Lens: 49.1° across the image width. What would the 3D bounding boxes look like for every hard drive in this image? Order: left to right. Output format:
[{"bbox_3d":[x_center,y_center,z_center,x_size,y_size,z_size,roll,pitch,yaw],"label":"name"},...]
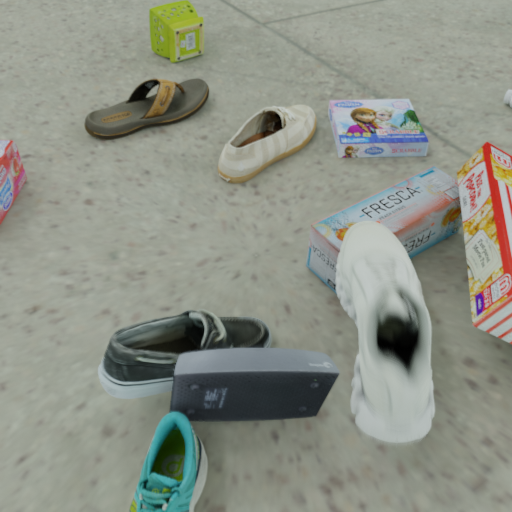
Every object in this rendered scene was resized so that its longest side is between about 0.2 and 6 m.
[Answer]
[{"bbox_3d":[-0.069,1.504,6.479,1.823,1.230,0.386,2,49,-11],"label":"hard drive"}]

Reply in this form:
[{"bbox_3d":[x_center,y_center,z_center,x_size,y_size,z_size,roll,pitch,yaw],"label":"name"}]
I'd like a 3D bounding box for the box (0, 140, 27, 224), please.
[{"bbox_3d":[-4.812,-1.160,9.673,0.934,0.895,1.874,1,43,1],"label":"box"}]

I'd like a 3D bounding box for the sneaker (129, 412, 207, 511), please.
[{"bbox_3d":[-1.022,2.626,5.672,0.848,0.872,2.189,2,44,3],"label":"sneaker"}]

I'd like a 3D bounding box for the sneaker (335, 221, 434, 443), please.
[{"bbox_3d":[1.562,0.571,6.610,1.118,1.206,2.975,-4,48,3],"label":"sneaker"}]

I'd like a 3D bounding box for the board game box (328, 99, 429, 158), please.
[{"bbox_3d":[2.492,-2.691,11.692,1.776,0.365,1.772,-2,43,-2],"label":"board game box"}]

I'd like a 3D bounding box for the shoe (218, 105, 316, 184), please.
[{"bbox_3d":[0.317,-2.423,11.110,1.007,0.769,2.881,26,49,25],"label":"shoe"}]

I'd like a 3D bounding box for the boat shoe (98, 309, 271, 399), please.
[{"bbox_3d":[-0.715,1.109,6.941,2.411,0.855,0.869,-11,47,-38],"label":"boat shoe"}]

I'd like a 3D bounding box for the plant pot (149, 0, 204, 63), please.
[{"bbox_3d":[-1.965,-5.692,14.353,1.170,1.176,1.067,-26,55,-26],"label":"plant pot"}]

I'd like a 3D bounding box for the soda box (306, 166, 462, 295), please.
[{"bbox_3d":[2.119,-0.441,8.870,2.742,0.938,0.872,-25,50,-25],"label":"soda box"}]

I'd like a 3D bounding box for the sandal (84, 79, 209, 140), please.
[{"bbox_3d":[-2.315,-3.363,12.083,2.954,0.806,1.207,-22,48,-22],"label":"sandal"}]

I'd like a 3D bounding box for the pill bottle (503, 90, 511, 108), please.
[{"bbox_3d":[5.937,-3.461,12.488,0.728,0.408,0.408,26,49,26],"label":"pill bottle"}]

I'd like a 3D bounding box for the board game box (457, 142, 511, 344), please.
[{"bbox_3d":[4.089,0.081,7.791,2.447,0.748,3.230,26,44,-10],"label":"board game box"}]
